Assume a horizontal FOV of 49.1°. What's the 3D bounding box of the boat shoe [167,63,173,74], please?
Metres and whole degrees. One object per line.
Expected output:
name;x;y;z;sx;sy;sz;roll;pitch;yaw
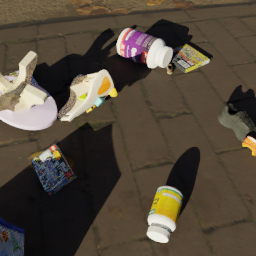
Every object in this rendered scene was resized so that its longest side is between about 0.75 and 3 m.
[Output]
boat shoe;1.994;-2.886;13.240;0.293;0.293;0.793;0;48;0

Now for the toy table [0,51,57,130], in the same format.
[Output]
toy table;-3.949;-1.276;9.999;2.905;1.701;2.670;17;64;-1

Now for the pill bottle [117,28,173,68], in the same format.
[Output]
pill bottle;0.795;-3.720;13.246;2.476;1.392;1.392;28;54;23

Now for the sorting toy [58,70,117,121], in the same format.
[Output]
sorting toy;-1.762;-1.077;10.879;2.133;1.266;2.369;-47;25;-18

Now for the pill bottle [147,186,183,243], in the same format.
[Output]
pill bottle;1.047;2.471;8.066;0.814;0.814;1.444;15;51;13

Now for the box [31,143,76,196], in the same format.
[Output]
box;-2.470;1.343;9.218;1.019;0.297;1.489;-37;55;-5

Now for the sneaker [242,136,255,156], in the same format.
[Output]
sneaker;4.702;0.828;9.832;1.434;0.553;0.523;36;24;13

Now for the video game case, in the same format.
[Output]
video game case;2.852;-3.477;13.823;1.600;0.226;1.770;-26;52;-21

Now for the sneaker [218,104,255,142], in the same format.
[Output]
sneaker;4.234;-0.161;10.394;0.742;0.887;1.955;-31;56;-28

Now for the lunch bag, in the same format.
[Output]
lunch bag;-4.048;3.632;6.490;2.774;1.718;2.359;-18;49;4

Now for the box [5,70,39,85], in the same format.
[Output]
box;-4.641;-1.678;12.080;1.444;0.398;2.114;-28;54;-23
